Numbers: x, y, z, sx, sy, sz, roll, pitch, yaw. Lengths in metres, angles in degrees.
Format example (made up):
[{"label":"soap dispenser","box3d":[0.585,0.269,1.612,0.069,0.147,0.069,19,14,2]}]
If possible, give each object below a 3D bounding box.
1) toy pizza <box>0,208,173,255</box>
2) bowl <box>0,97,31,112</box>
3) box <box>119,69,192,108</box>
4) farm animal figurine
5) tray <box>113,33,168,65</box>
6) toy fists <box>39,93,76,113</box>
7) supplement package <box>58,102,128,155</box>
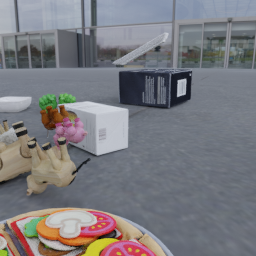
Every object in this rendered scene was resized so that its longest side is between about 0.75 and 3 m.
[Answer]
[{"label":"toy pizza","box3d":[-0.780,1.355,2.524,2.663,0.422,2.663,0,15,0]},{"label":"bowl","box3d":[-4.611,-0.941,11.156,1.277,0.477,1.279,2,16,6]},{"label":"box","box3d":[1.288,-1.905,12.776,2.537,1.489,2.495,9,17,32]},{"label":"farm animal figurine","box3d":[-1.629,0.495,4.811,2.081,1.097,2.104,-14,23,-3]},{"label":"tray","box3d":[0.498,-2.761,10.011,2.101,0.233,1.128,-26,8,19]},{"label":"toy fists","box3d":[-2.698,-0.958,10.747,1.393,0.710,0.479,-3,15,-10]},{"label":"supplement package","box3d":[-0.893,-0.063,6.848,0.930,0.966,1.698,-11,17,-41]}]
